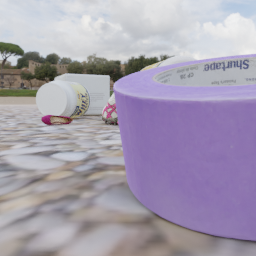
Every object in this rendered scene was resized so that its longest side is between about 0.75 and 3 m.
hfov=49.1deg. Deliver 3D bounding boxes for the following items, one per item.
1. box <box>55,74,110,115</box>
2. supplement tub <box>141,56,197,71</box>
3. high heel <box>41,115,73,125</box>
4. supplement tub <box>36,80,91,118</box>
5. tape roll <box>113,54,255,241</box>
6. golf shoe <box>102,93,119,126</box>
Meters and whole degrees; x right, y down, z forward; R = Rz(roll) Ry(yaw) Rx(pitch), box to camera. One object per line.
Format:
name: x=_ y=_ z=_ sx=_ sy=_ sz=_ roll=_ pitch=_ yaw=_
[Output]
box: x=-2.372 y=-1.656 z=14.251 sx=2.285 sy=1.967 sz=2.297 roll=-3 pitch=7 yaw=-28
supplement tub: x=1.217 y=-1.112 z=8.898 sx=1.981 sy=1.981 sz=2.739 roll=-2 pitch=5 yaw=-16
high heel: x=-2.176 y=-0.273 z=8.655 sx=0.476 sy=0.333 sz=0.989 roll=-9 pitch=-3 yaw=32
supplement tub: x=-2.522 y=-1.109 z=11.152 sx=1.508 sy=1.508 sz=2.080 roll=2 pitch=7 yaw=15
tape roll: x=0.891 y=-0.081 z=2.261 sx=1.947 sy=0.827 sz=1.947 roll=-7 pitch=19 yaw=2
golf shoe: x=-0.124 y=-0.682 z=8.501 sx=0.973 sy=1.234 sz=2.680 roll=-3 pitch=5 yaw=-22
